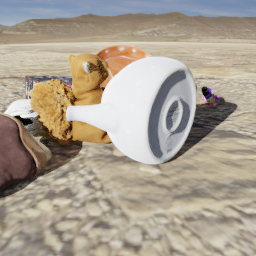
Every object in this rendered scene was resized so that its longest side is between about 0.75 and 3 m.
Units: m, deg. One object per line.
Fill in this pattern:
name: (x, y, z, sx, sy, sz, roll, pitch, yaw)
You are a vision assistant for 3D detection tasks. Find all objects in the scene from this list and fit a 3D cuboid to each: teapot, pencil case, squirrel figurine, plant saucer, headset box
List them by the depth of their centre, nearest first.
teapot: (0.296, -0.480, 6.271, 1.803, 2.468, 2.436, 18, 70, 36)
squirrel figurine: (-1.254, -0.732, 6.928, 2.222, 2.074, 1.572, -14, 32, -22)
plant saucer: (0.006, -1.599, 9.593, 2.936, 0.474, 2.936, 7, 62, -13)
headset box: (-2.317, -1.222, 9.920, 1.861, 0.966, 2.500, -8, 23, -37)
pencil case: (3.157, -1.143, 10.659, 0.454, 0.454, 1.027, 1, 19, 2)

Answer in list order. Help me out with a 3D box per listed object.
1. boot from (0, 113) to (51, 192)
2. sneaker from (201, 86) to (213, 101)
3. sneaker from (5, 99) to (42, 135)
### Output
boot: (-2.715, 0.432, 5.596, 1.957, 0.708, 1.628, 30, 32, 16)
sneaker: (2.684, -1.286, 9.613, 0.302, 0.431, 0.867, -33, 19, 22)
sneaker: (-2.149, -0.358, 7.868, 2.834, 1.044, 1.638, -11, 21, 0)
